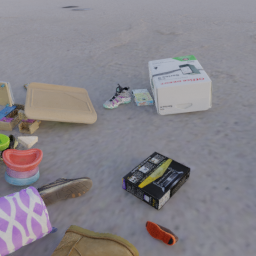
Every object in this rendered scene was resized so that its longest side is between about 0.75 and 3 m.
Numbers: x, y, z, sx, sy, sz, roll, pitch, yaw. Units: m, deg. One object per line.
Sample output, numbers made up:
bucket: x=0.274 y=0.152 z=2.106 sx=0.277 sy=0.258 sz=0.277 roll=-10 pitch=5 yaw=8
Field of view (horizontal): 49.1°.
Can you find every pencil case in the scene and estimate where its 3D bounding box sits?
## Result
pencil case: x=-3.023 y=2.210 z=5.758 sx=2.867 sy=1.203 sz=1.226 roll=-19 pitch=3 yaw=-30

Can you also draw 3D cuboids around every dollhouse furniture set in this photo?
dollhouse furniture set: x=-4.164 y=-1.123 z=10.026 sx=1.976 sy=2.093 sz=1.366 roll=7 pitch=34 yaw=11

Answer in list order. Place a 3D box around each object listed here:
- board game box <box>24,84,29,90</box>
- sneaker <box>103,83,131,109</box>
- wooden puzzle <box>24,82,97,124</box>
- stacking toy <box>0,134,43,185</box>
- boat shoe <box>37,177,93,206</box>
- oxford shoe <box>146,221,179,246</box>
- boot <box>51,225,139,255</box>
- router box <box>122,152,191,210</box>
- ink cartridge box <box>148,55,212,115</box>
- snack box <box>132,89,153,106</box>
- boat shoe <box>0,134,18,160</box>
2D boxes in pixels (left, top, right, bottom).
board game box: x=-4.586 y=-1.898 z=13.073 sx=0.406 sy=0.091 sz=0.775 roll=-16 pitch=36 yaw=-27
sneaker: x=-0.467 y=-1.376 z=11.484 sx=1.321 sy=0.924 sz=0.514 roll=-25 pitch=41 yaw=-34
wooden puzzle: x=-2.631 y=-0.939 z=10.830 sx=2.494 sy=0.502 sz=2.696 roll=4 pitch=29 yaw=-19
stacking toy: x=-3.586 y=0.992 z=8.110 sx=2.155 sy=0.910 sz=1.951 roll=4 pitch=23 yaw=-12
boat shoe: x=-1.695 y=1.531 z=7.341 sx=1.506 sy=0.561 sz=0.552 roll=-12 pitch=35 yaw=-20
oxford shoe: x=0.761 y=2.374 z=6.363 sx=0.832 sy=0.296 sz=0.302 roll=25 pitch=11 yaw=39
boot: x=-0.991 y=2.907 z=5.146 sx=1.834 sy=0.692 sz=2.094 roll=2 pitch=29 yaw=27
router box: x=0.791 y=1.379 z=7.696 sx=1.223 sy=0.406 sz=1.556 roll=25 pitch=40 yaw=33
ink cartridge box: x=2.100 y=-1.893 z=11.794 sx=2.154 sy=1.241 sz=2.952 roll=-8 pitch=33 yaw=2
snack box: x=0.610 y=-1.338 z=12.076 sx=0.682 sy=0.218 sz=1.174 roll=-6 pitch=33 yaw=-9
boat shoe: x=-3.806 y=0.595 z=8.834 sx=0.434 sy=0.384 sz=1.185 roll=-15 pitch=26 yaw=-4
